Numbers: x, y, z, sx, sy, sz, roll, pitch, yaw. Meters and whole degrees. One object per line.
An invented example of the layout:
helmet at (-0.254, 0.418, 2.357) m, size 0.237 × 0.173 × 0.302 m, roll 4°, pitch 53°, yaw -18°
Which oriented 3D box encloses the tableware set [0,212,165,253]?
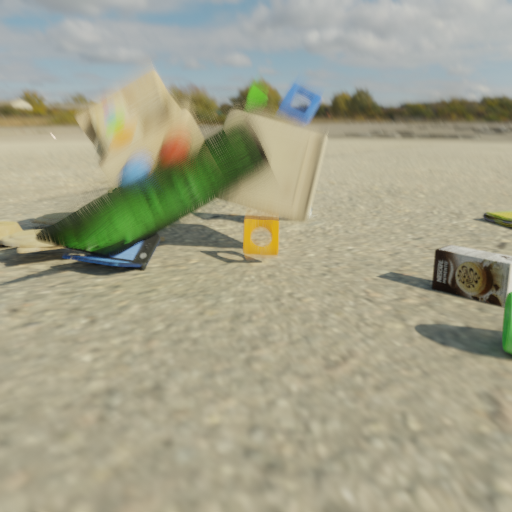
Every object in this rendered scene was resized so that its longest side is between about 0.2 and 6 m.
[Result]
tableware set at (-3.853, -0.446, 10.946) m, size 3.617 × 0.420 × 3.021 m, roll 9°, pitch 15°, yaw 40°

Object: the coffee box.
coffee box at (3.082, 0.263, 7.847) m, size 0.442 × 0.626 × 1.108 m, roll -13°, pitch 18°, yaw -40°

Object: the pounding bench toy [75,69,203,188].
pounding bench toy at (-1.547, -1.427, 9.612) m, size 1.557 × 2.507 × 1.955 m, roll -33°, pitch 48°, yaw -3°

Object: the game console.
game console at (-2.373, -0.160, 9.202) m, size 1.202 × 0.711 × 1.026 m, roll 8°, pitch 60°, yaw 26°

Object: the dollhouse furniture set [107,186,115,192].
dollhouse furniture set at (-1.861, -1.707, 12.181) m, size 2.589 × 1.000 × 1.294 m, roll -38°, pitch 36°, yaw -16°

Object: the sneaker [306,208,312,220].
sneaker at (0.451, -1.235, 12.682) m, size 1.905 × 0.714 × 0.826 m, roll 30°, pitch 40°, yaw -21°

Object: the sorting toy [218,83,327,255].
sorting toy at (0.169, -1.556, 9.888) m, size 1.856 × 3.297 × 0.449 m, roll 14°, pitch -15°, yaw -1°

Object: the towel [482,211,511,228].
towel at (6.387, -0.835, 12.866) m, size 1.947 × 0.222 × 1.398 m, roll -4°, pitch 14°, yaw -17°

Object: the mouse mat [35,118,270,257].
mouse mat at (-1.272, -0.822, 8.015) m, size 3.119 × 0.117 × 2.510 m, roll -28°, pitch -9°, yaw 5°

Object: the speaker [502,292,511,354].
speaker at (3.478, 0.772, 5.690) m, size 1.736 × 0.768 × 0.768 m, roll 5°, pitch 16°, yaw 19°
